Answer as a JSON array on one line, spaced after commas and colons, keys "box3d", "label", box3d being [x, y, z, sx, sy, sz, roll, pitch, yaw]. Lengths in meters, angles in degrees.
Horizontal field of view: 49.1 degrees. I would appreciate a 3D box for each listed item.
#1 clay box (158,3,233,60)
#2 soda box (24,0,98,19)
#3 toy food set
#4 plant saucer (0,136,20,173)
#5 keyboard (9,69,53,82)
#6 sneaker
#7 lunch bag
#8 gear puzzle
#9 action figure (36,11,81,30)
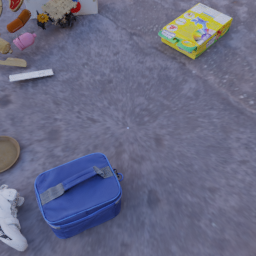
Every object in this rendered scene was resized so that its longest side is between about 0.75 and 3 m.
[{"box3d": [2.322, -3.374, 9.830, 1.467, 0.608, 2.553, 38, 63, 23], "label": "clay box"}, {"box3d": [-2.521, -4.906, 10.775, 2.655, 0.845, 0.904, -7, 55, -5], "label": "soda box"}, {"box3d": [-3.763, -3.304, 8.975, 1.628, 0.403, 2.561, 5, 99, -8], "label": "toy food set"}, {"box3d": [-3.346, 0.700, 7.229, 1.132, 0.167, 1.132, 0, 54, 0], "label": "plant saucer"}, {"box3d": [-3.029, -1.660, 8.794, 1.304, 0.070, 0.367, -14, 37, -17], "label": "keyboard"}, {"box3d": [-2.567, 1.898, 6.113, 1.563, 0.587, 0.898, 29, 62, 23], "label": "sneaker"}, {"box3d": [-0.970, 1.405, 6.066, 1.867, 1.235, 1.268, -22, 58, -14], "label": "lunch bag"}, {"box3d": [-2.543, -4.134, 9.868, 0.819, 0.207, 1.581, 38, 65, 3], "label": "gear puzzle"}, {"box3d": [-2.550, -4.082, 10.237, 1.562, 0.797, 0.929, -7, 56, -1], "label": "action figure"}]
